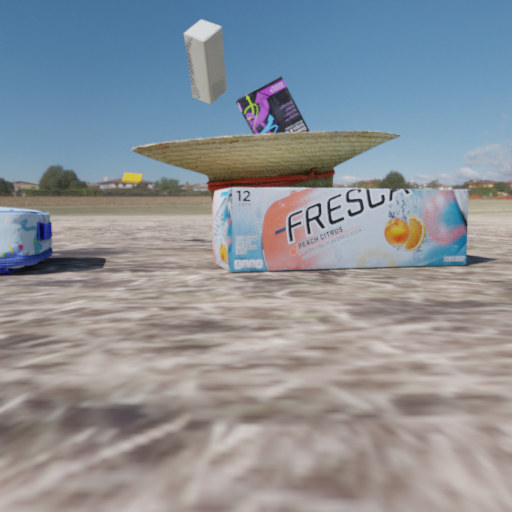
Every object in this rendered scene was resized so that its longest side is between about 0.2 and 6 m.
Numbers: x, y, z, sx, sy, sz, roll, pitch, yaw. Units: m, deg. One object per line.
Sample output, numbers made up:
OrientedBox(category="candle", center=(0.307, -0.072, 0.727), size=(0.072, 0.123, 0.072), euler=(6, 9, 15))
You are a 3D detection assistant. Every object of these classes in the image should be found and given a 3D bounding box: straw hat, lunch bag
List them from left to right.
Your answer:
OrientedBox(category="lunch bag", center=(-3.818, -0.260, 7.877), size=(1.784, 0.915, 2.220), euler=(-3, 5, -14))
OrientedBox(category="straw hat", center=(0.308, -0.987, 9.793), size=(4.739, 2.006, 4.739), euler=(-3, 9, 0))

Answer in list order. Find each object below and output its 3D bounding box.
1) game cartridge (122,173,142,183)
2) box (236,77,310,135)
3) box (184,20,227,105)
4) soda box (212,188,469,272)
OrientedBox(category="game cartridge", center=(-2.867, -1.800, 12.988), size=(0.425, 0.078, 0.482), euler=(4, 29, -7))
OrientedBox(category="box", center=(0.473, -3.309, 13.741), size=(1.258, 1.760, 0.318), euler=(-30, 7, -5))
OrientedBox(category="box", center=(-0.621, -2.400, 6.992), size=(0.320, 0.935, 0.384), euler=(27, 58, 20))
OrientedBox(category="soda box", center=(1.240, -0.428, 8.378), size=(3.679, 1.170, 1.258), euler=(-2, 5, -15))
